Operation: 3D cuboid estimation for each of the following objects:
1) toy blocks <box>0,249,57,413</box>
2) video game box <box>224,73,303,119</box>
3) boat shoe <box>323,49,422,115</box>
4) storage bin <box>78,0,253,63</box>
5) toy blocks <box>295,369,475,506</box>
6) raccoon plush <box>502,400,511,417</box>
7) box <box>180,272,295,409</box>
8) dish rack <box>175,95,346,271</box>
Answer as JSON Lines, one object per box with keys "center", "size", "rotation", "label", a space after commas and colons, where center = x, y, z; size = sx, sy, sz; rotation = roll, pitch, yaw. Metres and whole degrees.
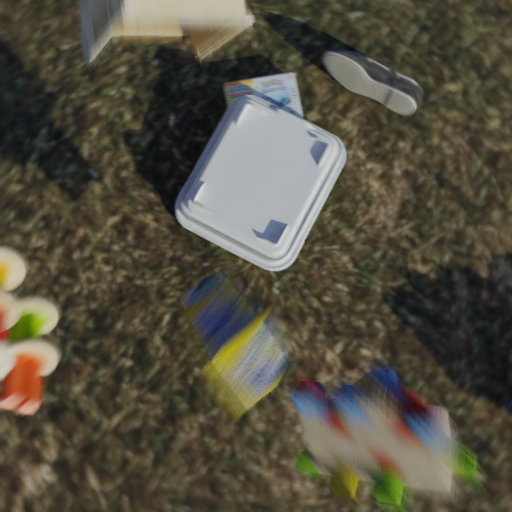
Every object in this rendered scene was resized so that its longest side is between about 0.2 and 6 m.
{"center": [-3.601, 1.443, 7.964], "size": [0.923, 2.119, 2.542], "rotation": [-16, 45, -1], "label": "toy blocks"}
{"center": [0.172, -3.024, 11.626], "size": [1.502, 0.352, 1.368], "rotation": [-10, 76, -2], "label": "video game box"}
{"center": [2.434, -3.712, 11.653], "size": [2.184, 0.730, 0.622], "rotation": [32, 65, 2], "label": "boat shoe"}
{"center": [-1.557, -3.882, 9.023], "size": [2.123, 2.108, 0.995], "rotation": [-14, 96, -30], "label": "storage bin"}
{"center": [1.464, 2.079, 6.913], "size": [2.218, 1.516, 1.108], "rotation": [-1, 31, 25], "label": "toy blocks"}
{"center": [5.720, 2.291, 10.103], "size": [1.939, 1.400, 2.894], "rotation": [20, 58, 15], "label": "raccoon plush"}
{"center": [-0.368, 1.075, 8.050], "size": [0.822, 2.557, 0.896], "rotation": [-35, 110, -5], "label": "box"}
{"center": [0.098, -1.530, 10.931], "size": [2.644, 0.671, 3.081], "rotation": [27, 83, 4], "label": "dish rack"}
